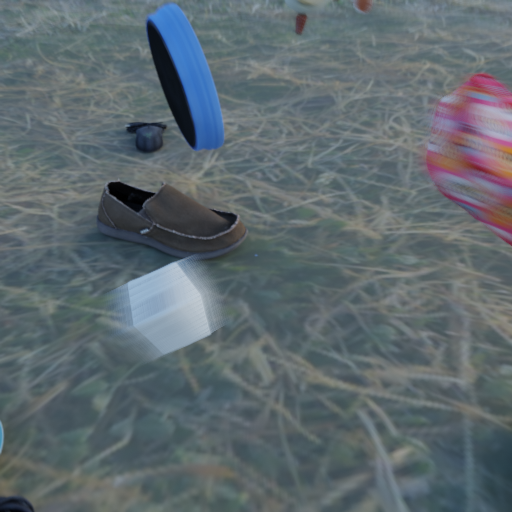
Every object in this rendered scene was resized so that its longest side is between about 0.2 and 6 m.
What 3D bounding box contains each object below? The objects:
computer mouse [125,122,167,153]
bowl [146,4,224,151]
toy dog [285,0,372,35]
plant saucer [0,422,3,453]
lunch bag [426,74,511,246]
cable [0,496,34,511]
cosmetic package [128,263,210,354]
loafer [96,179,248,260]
[{"bbox_3d":[-2.522,-2.849,12.969,0.995,0.379,1.436,-7,37,-10],"label":"computer mouse"},{"bbox_3d":[-0.948,-2.244,7.262,0.368,1.873,1.873,-23,41,-11],"label":"bowl"},{"bbox_3d":[0.872,-2.827,6.058,1.454,0.700,0.959,-5,34,1],"label":"toy dog"},{"bbox_3d":[-3.590,2.268,6.161,1.571,0.215,1.571,0,37,0],"label":"plant saucer"},{"bbox_3d":[2.953,-1.168,6.615,1.918,0.786,1.689,32,58,-16],"label":"lunch bag"},{"bbox_3d":[-2.581,2.951,5.052,1.379,0.429,1.690,15,38,19],"label":"cable"},{"bbox_3d":[-0.825,0.509,5.340,0.522,0.633,0.522,-23,52,5],"label":"cosmetic package"},{"bbox_3d":[-1.515,-0.674,9.494,2.780,0.987,1.015,9,37,12],"label":"loafer"}]
